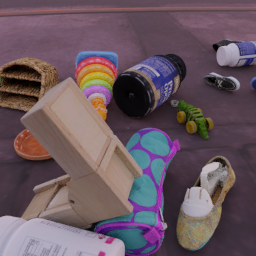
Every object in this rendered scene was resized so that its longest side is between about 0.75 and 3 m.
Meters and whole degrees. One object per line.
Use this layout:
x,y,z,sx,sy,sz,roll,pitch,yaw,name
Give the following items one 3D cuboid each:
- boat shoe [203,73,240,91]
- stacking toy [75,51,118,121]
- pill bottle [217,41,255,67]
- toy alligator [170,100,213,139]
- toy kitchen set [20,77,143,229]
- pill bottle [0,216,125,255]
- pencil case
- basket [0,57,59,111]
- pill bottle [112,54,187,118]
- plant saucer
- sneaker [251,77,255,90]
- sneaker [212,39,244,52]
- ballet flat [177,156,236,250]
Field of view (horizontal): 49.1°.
3.639,-1.768,11.007,0.480,0.533,1.507,-22,33,-29,boat shoe
-1.057,-1.240,9.682,1.567,1.657,2.856,-1,49,-7,stacking toy
5.072,-3.358,12.781,1.808,1.046,1.046,-8,36,-12,pill bottle
1.974,-0.498,9.093,0.775,0.562,2.339,-12,37,-18,toy alligator
-1.290,0.448,5.488,2.524,2.277,2.059,-24,25,28,toy kitchen set
-1.243,2.215,4.611,2.175,1.233,1.233,10,36,13,pill bottle
0.318,1.237,6.010,1.341,1.235,2.901,-8,32,20,pencil case
-3.649,-1.597,9.867,2.036,1.453,1.516,12,34,17,basket
0.883,-1.622,9.813,1.594,1.594,2.850,22,40,29,pill bottle
-2.436,0.399,8.087,1.579,0.255,1.579,0,36,0,plant saucer
5.327,-1.336,10.148,0.856,0.770,2.082,-25,41,-28,sneaker
5.177,-4.048,14.244,0.918,0.646,1.728,-23,32,-21,sneaker
1.661,1.435,6.049,0.877,0.877,2.482,21,40,27,ballet flat
